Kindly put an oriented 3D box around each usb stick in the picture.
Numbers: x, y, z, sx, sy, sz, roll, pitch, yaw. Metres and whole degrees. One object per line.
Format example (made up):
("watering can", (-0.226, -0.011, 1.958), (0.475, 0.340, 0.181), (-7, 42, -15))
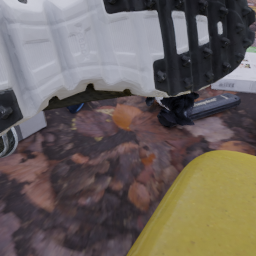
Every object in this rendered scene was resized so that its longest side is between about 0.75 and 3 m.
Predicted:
("usb stick", (1.939, -0.506, 7.547), (2.415, 0.394, 0.670), (-16, 21, -20))

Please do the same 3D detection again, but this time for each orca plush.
("orca plush", (1.088, -1.018, 7.246), (1.448, 0.978, 2.753), (0, 25, 16))

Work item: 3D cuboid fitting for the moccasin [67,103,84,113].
("moccasin", (-1.378, -1.222, 8.285), (0.821, 0.696, 2.041), (14, 44, 18))

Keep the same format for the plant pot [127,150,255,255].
("plant pot", (1.606, 1.797, 3.022), (2.862, 2.843, 2.927), (13, 28, 16))

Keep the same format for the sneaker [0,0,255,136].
("sneaker", (-0.291, -0.548, 1.859), (2.361, 0.784, 1.068), (-17, 22, -20))

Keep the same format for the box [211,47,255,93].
("box", (3.772, -2.082, 9.510), (1.938, 0.488, 2.686), (7, 41, 9))

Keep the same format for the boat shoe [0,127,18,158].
("boat shoe", (-2.496, -0.560, 4.169), (0.872, 2.419, 0.858), (-42, 16, -16))

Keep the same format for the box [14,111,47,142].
("box", (-3.922, -0.020, 6.828), (2.331, 0.615, 2.989), (27, 45, 31))
